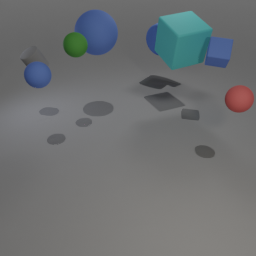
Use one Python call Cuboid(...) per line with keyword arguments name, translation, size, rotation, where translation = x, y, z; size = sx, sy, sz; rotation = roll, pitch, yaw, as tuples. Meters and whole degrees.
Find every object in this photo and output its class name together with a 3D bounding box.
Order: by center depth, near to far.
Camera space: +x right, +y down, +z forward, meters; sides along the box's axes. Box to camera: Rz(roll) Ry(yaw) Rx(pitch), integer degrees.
Cuboid(name="ball", translation=(2.850, -0.743, 7.179), size=(0.700, 0.700, 0.700), rotation=(0, 30, 0))
Cuboid(name="ball", translation=(-2.398, -1.410, 7.454), size=(0.700, 0.700, 0.700), rotation=(0, 30, 0))
Cuboid(name="ball", translation=(-1.510, -2.382, 8.034), size=(0.700, 0.700, 0.700), rotation=(0, 30, 0))
Cuboid(name="ball", translation=(-1.029, -3.083, 9.085), size=(1.400, 1.400, 1.400), rotation=(0, 30, 0))
Cuboid(name="cube", translation=(2.938, -2.448, 9.096), size=(0.700, 0.700, 0.700), rotation=(11, -8, 10))
Cuboid(name="cylinder", translation=(-3.240, -2.352, 9.729), size=(0.700, 0.700, 0.700), rotation=(-14, 49, 17))
Cuboid(name="cube", translation=(1.958, -3.194, 10.206), size=(1.400, 1.400, 1.400), rotation=(-17, 52, -17))
Cuboid(name="cylinder", translation=(1.768, -4.207, 12.858), size=(1.400, 1.400, 1.400), rotation=(19, 40, 30))
